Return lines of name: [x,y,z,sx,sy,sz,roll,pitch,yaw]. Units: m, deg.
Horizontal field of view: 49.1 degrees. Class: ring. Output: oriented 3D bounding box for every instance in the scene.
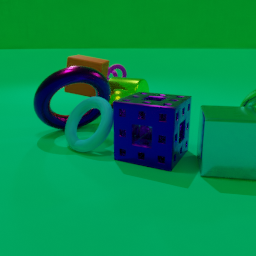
ring: [-1.355,-0.699,7.019,1.965,1.965,0.393,-9,50,-26]
ring: [2.838,-0.073,5.380,0.307,1.535,1.535,-24,28,-38]
ring: [-0.868,-0.094,6.148,1.296,1.296,0.259,15,-13,39]

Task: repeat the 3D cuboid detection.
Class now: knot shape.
knot shape: [-0.690,-1.950,11.021,1.191,1.115,0.550,10,-14,10]

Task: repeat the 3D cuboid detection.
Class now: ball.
ball: [-0.247,-0.680,8.301,0.940,0.940,0.940,0,17,0]

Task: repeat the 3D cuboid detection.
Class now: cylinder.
cylinder: [-0.022,-1.098,9.304,1.135,1.135,1.135,9,19,26]

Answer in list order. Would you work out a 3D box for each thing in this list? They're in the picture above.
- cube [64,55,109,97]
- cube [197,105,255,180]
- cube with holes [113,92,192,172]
cube: [-1.270,-1.632,8.770,1.070,1.070,1.070,12,19,4]
cube: [1.881,0.225,5.183,1.071,1.071,1.071,3,18,9]
cube with holes: [0.519,-0.010,5.714,1.203,1.203,1.203,8,19,25]
